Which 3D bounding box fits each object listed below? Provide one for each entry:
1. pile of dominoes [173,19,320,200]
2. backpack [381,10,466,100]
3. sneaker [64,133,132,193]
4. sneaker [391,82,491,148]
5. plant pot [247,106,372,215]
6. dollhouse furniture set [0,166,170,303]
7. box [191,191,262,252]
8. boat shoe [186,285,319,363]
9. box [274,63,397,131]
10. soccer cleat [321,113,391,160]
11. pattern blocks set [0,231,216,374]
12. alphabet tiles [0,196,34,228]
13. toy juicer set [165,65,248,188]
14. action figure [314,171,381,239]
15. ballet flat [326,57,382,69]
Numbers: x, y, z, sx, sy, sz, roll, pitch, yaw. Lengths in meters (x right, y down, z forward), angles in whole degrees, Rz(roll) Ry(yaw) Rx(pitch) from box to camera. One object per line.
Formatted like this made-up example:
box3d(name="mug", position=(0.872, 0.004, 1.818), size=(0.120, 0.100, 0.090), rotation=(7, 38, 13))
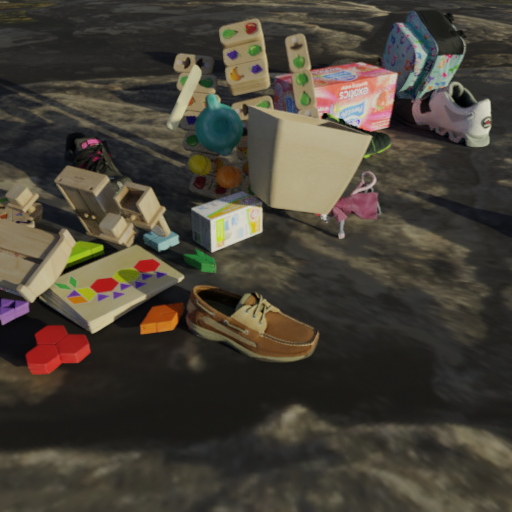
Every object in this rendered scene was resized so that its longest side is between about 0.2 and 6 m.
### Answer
box3d(name="pile of dominoes", position=(-0.235, -3.088, 11.888), size=(3.037, 0.620, 3.897), rotation=(-10, 74, 8))
box3d(name="backpack", position=(4.929, -5.780, 16.934), size=(1.908, 2.534, 2.249), rotation=(-10, 54, -8))
box3d(name="sneaker", position=(-3.539, -1.921, 12.087), size=(1.080, 1.179, 2.815), rotation=(-23, 39, -32))
box3d(name="sneaker", position=(5.125, -4.171, 15.470), size=(1.200, 1.434, 3.240), rotation=(-23, 37, -29))
box3d(name="plant pot", position=(0.774, -1.715, 10.274), size=(1.777, 1.573, 1.775), rotation=(5, 20, -20))
box3d(name="dollhouse furniture set", position=(-3.303, 0.204, 9.373), size=(2.673, 1.530, 3.134), rotation=(15, 58, 24))
box3d(name="box", position=(-0.536, -0.667, 10.566), size=(1.233, 0.693, 0.625), rotation=(-23, 38, -34))
box3d(name="boat shoe", position=(-0.118, 0.920, 8.002), size=(2.019, 0.746, 0.764), rotation=(12, 34, 18))
box3d(name="box", position=(2.132, -4.160, 15.273), size=(3.117, 1.600, 1.476), rotation=(-18, 37, -28))
box3d(name="soccer cleat", position=(2.091, -2.972, 13.848), size=(2.653, 1.075, 0.896), rotation=(-4, 33, -7))
box3d(name="pattern blocks set", position=(-2.348, 0.502, 9.098), size=(3.409, 0.276, 2.996), rotation=(-21, 38, -30))
box3d(name="alphabet tiles", position=(-5.428, -0.592, 11.027), size=(1.979, 0.089, 2.368), rotation=(-11, 34, -18))
box3d(name="toy juicer set", position=(-0.911, -2.336, 10.991), size=(1.474, 2.316, 0.630), rotation=(-45, 13, -4))
box3d(name="action figure", position=(1.742, -0.966, 10.787), size=(1.301, 0.969, 0.871), rotation=(-10, 35, -11))
box3d(name="ballet flat", position=(3.875, -6.862, 20.597), size=(2.553, 0.592, 0.860), rotation=(-4, 52, 4))
